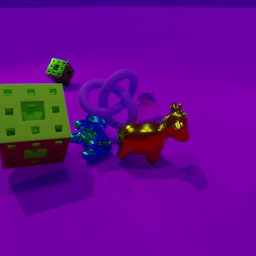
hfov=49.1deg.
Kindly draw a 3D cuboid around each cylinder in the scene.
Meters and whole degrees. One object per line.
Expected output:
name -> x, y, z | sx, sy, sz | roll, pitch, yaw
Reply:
cylinder -> 0.570, -0.642, 8.602 | 0.725, 0.725, 0.725 | 0, 25, 1

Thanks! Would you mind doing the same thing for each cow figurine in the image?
cow figurine -> -0.754, 0.156, 6.908 | 1.405, 0.784, 1.427 | -3, 42, -49
cow figurine -> 0.528, 0.094, 6.057 | 1.540, 1.515, 0.845 | 8, 43, -10

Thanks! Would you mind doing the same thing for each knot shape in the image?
knot shape -> -0.297, -0.564, 6.448 | 1.461, 1.367, 0.675 | -24, 18, -3

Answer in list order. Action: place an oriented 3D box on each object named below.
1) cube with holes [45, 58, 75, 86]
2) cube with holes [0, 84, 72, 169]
cube with holes -> -2.793, -2.294, 11.597 | 0.743, 0.743, 0.743 | 17, 74, 18
cube with holes -> -1.989, -0.030, 5.828 | 1.264, 1.264, 1.264 | -4, 63, -23
